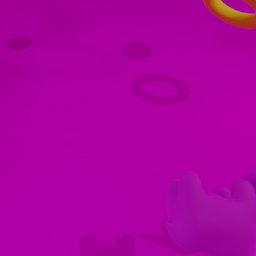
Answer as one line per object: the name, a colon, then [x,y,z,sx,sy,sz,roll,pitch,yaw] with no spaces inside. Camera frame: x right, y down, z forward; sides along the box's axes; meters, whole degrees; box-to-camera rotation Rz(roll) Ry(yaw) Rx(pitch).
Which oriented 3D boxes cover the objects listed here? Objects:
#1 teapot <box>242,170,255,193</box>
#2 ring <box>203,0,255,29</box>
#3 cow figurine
teapot: [2.180,1.043,4.401,1.670,0.817,1.038,-17,16,-17]
ring: [2.396,-2.745,6.223,1.623,1.623,0.325,31,94,21]
cow figurine: [1.163,1.383,3.310,1.564,0.859,1.539,11,61,-13]
